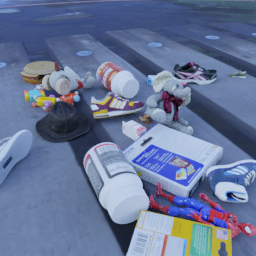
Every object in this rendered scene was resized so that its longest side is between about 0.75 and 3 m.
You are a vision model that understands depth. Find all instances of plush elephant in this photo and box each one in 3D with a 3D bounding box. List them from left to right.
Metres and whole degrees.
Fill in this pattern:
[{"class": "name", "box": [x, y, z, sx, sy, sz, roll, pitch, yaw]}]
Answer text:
[{"class": "plush elephant", "box": [1.706, -1.052, 11.018, 2.035, 1.913, 2.470, 28, 6, -26]}]

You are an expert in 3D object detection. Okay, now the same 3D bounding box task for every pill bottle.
[{"class": "pill bottle", "box": [-0.359, 1.497, 7.866, 1.252, 1.252, 2.199, -13, 37, -20]}, {"class": "pill bottle", "box": [-0.495, -2.335, 13.805, 1.291, 1.291, 2.302, -20, 37, -28]}]

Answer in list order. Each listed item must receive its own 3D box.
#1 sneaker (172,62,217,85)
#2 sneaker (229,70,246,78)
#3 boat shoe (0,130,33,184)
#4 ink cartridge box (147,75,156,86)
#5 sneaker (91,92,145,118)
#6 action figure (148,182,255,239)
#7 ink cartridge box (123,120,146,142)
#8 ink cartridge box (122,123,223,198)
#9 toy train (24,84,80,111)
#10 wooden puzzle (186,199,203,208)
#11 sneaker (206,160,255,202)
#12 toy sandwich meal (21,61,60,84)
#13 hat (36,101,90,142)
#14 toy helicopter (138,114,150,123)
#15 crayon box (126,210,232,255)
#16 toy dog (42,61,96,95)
[{"class": "sneaker", "box": [3.615, -2.998, 15.035, 2.620, 1.131, 1.052, -8, 35, -13]}, {"class": "sneaker", "box": [6.233, -3.085, 15.838, 0.904, 0.406, 0.303, 9, 34, 13]}, {"class": "boat shoe", "box": [-4.203, 0.927, 9.243, 1.067, 0.925, 2.503, 6, 43, 16]}, {"class": "ink cartridge box", "box": [1.509, -2.523, 14.987, 0.885, 0.374, 0.639, 4, 33, 8]}, {"class": "sneaker", "box": [-0.413, -1.066, 11.886, 2.306, 1.039, 0.864, -12, 6, -18]}, {"class": "action figure", "box": [1.919, 2.214, 7.386, 2.716, 0.702, 0.889, 18, 34, 21]}, {"class": "ink cartridge box", "box": [0.232, 0.101, 10.684, 0.341, 0.588, 1.009, -25, 40, -35]}, {"class": "ink cartridge box", "box": [1.420, 0.970, 9.376, 2.607, 0.613, 2.576, 20, 38, 33]}, {"class": "toy train", "box": [-3.545, -1.308, 12.900, 2.481, 0.690, 1.864, 17, 30, 25]}, {"class": "wooden puzzle", "box": [1.960, 2.249, 7.827, 0.474, 0.056, 0.799, -18, 37, -26]}, {"class": "sneaker", "box": [3.318, 1.644, 8.139, 1.839, 0.741, 1.346, -5, 33, -7]}, {"class": "toy sandwich meal", "box": [-4.812, -3.111, 15.660, 2.183, 0.748, 2.183, 2, 30, -1]}, {"class": "hat", "box": [-2.668, -0.485, 11.270, 2.412, 0.973, 2.412, -1, 33, 0]}, {"class": "toy helicopter", "box": [0.705, -0.448, 11.921, 0.500, 0.298, 0.755, -3, 21, 13]}, {"class": "crayon box", "box": [1.190, 2.816, 6.459, 2.217, 0.572, 1.394, 8, 34, 14]}, {"class": "toy dog", "box": [-2.767, -2.507, 13.444, 1.928, 1.408, 2.924, 10, 19, 12]}]
